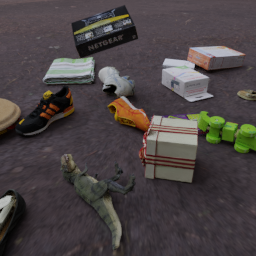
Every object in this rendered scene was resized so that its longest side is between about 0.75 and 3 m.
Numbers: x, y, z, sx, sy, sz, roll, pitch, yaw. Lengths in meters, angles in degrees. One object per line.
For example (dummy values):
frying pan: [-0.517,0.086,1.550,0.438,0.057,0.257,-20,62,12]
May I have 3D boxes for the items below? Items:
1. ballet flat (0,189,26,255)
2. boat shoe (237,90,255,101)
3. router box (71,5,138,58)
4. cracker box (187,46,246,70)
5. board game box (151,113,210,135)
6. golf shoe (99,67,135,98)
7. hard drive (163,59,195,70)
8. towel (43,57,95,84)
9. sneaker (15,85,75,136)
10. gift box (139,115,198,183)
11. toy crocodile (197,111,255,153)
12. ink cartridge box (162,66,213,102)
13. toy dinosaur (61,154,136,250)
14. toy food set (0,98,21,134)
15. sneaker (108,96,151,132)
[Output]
ballet flat: [-2.367,1.777,4.829,0.627,0.631,1.845,2,32,3]
boat shoe: [4.505,-1.185,9.911,1.177,0.369,0.431,17,35,25]
router box: [-0.753,-2.990,8.604,1.847,0.482,1.452,-18,47,2]
cracker box: [4.044,-3.244,12.867,2.163,0.624,1.449,-10,35,-26]
board game box: [1.569,-0.089,8.277,1.623,0.262,0.974,-5,28,-7]
golf shoe: [-0.659,-1.700,10.432,0.983,0.792,2.023,-28,40,-29]
hard drive: [2.354,-2.914,12.889,1.396,0.186,0.921,9,33,12]
towel: [-2.461,-2.579,12.152,2.027,0.417,2.717,-2,31,-4]
sneaker: [-2.508,-0.598,8.377,0.750,0.965,2.145,20,37,29]
gift box: [0.943,0.362,6.519,1.250,1.339,1.236,5,27,10]
toy crocodile: [2.775,0.114,7.453,2.062,0.696,0.637,21,40,30]
ink cartridge box: [2.229,-1.708,10.498,1.116,0.641,1.905,-14,34,-22]
toy dinosaur: [-0.473,1.241,5.768,1.140,0.614,2.587,-31,42,-19]
toy food set: [-4.323,-0.235,8.184,2.284,0.556,2.260,24,39,33]
sneaker: [0.066,-0.295,8.364,0.745,0.705,1.931,-36,37,-14]
